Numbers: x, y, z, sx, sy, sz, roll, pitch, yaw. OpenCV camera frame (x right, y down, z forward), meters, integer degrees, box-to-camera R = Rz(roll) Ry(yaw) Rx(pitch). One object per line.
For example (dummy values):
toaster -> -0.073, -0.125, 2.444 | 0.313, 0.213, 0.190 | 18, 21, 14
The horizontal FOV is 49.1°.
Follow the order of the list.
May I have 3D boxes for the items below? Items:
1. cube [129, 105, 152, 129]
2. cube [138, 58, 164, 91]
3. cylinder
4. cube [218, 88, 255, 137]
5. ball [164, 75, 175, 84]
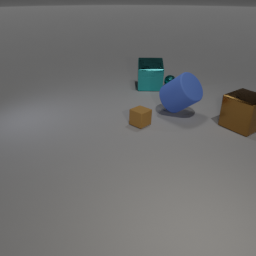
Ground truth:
cube -> 0.533, -0.480, 11.986 | 0.700, 0.700, 0.700 | 23, 33, 37
cube -> 1.268, -3.059, 15.958 | 1.400, 1.400, 1.400 | 1, 42, 1
cylinder -> 2.365, -1.563, 12.530 | 1.400, 1.400, 1.400 | -27, -1, -42
cube -> 4.831, -0.689, 11.635 | 1.400, 1.400, 1.400 | -19, 33, -33
ball -> 2.475, -2.769, 16.493 | 0.700, 0.700, 0.700 | 0, 27, 0
